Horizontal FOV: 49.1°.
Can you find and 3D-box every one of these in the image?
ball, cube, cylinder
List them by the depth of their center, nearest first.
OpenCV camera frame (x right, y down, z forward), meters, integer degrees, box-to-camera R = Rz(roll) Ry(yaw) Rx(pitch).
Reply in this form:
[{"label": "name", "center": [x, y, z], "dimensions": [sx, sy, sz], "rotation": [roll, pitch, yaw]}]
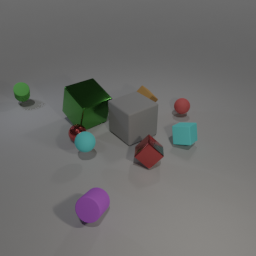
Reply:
[{"label": "cylinder", "center": [-0.912, 1.995, 7.297], "dimensions": [0.700, 0.700, 0.700], "rotation": [10, 11, 15]}, {"label": "cube", "center": [0.707, 0.788, 9.392], "dimensions": [0.700, 0.700, 0.700], "rotation": [40, 21, -13]}, {"label": "ball", "center": [-1.443, 0.468, 9.423], "dimensions": [0.700, 0.700, 0.700], "rotation": [0, 32, 0]}, {"label": "cube", "center": [2.115, 0.202, 10.406], "dimensions": [0.700, 0.700, 0.700], "rotation": [2, 14, 35]}, {"label": "ball", "center": [-1.930, 0.197, 10.732], "dimensions": [0.700, 0.700, 0.700], "rotation": [0, 32, 0]}, {"label": "cube", "center": [0.190, -0.404, 10.962], "dimensions": [1.400, 1.400, 1.400], "rotation": [-22, 39, -29]}, {"label": "cube", "center": [-1.712, -0.955, 11.548], "dimensions": [1.400, 1.400, 1.400], "rotation": [-25, 60, -34]}, {"label": "cube", "center": [0.719, -1.269, 11.989], "dimensions": [0.700, 0.700, 0.700], "rotation": [49, 14, 26]}, {"label": "ball", "center": [2.373, -0.965, 12.301], "dimensions": [0.700, 0.700, 0.700], "rotation": [0, 32, 0]}, {"label": "cylinder", "center": [-4.927, -1.665, 13.004], "dimensions": [0.700, 0.700, 0.700], "rotation": [5, 73, -16]}]
